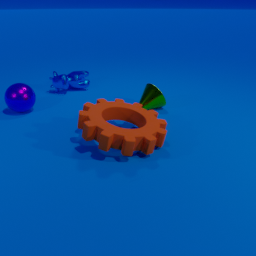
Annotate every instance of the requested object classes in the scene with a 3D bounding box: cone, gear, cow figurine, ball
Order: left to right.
[{"bbox_3d":[-3.088,-0.867,8.033,0.846,0.846,0.846,0,25,0],"label":"ball"},{"bbox_3d":[-2.068,-1.715,10.051,1.345,0.750,1.367,-5,15,-4],"label":"cow figurine"},{"bbox_3d":[-0.118,-0.088,6.338,1.964,0.363,1.964,10,28,-5],"label":"gear"},{"bbox_3d":[0.518,-0.717,8.242,0.860,0.857,0.857,-41,40,-16],"label":"cone"}]
